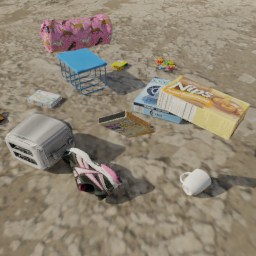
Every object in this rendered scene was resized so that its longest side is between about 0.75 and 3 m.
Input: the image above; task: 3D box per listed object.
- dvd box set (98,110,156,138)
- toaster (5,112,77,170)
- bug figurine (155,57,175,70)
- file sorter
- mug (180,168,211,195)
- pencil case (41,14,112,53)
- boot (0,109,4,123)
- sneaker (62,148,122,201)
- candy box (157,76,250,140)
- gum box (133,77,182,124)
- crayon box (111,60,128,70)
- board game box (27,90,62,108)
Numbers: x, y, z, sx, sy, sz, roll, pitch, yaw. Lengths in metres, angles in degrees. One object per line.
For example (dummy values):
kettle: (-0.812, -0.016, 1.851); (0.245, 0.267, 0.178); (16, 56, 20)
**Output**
dvd box set: (-0.011, -0.068, 7.199); (0.921, 1.259, 0.185); (-13, 64, 37)
toaster: (-3.107, 0.414, 9.768); (2.368, 1.345, 1.529); (17, 44, 27)
bug figurine: (2.044, -3.472, 15.380); (1.012, 0.336, 1.304); (2, 35, -7)
file sorter: (-2.230, -2.812, 13.738); (1.549, 1.370, 2.233); (-24, 45, -27)
mug: (2.032, 1.682, 8.803); (0.750, 0.631, 0.855); (-33, 41, -23)
pencil case: (-1.839, -3.517, 10.348); (2.583, 1.118, 1.069); (-16, 55, -24)
boot: (-5.421, -0.475, 11.758); (0.589, 0.289, 0.822); (17, 45, 11)
sneaker: (-1.377, 1.452, 8.883); (2.350, 0.944, 1.015); (22, 61, 37)
candy box: (2.151, -0.665, 8.095); (2.278, 0.630, 1.315); (28, 41, 24)
gum box: (1.706, -1.327, 12.547); (2.119, 0.556, 2.494); (17, 42, 19)
crayon box: (-0.484, -3.455, 15.436); (0.562, 0.225, 0.885); (24, 44, 27)
board game box: (-3.811, -1.331, 12.821); (1.264, 0.216, 0.850); (15, 42, 18)
